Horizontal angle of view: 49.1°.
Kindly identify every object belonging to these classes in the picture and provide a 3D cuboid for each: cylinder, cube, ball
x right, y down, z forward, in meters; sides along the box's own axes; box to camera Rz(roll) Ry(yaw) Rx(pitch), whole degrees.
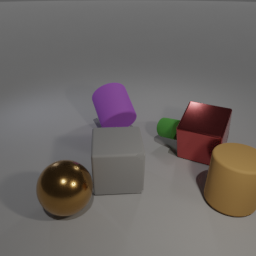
[{"bbox_3d":[1.491,0.018,9.874,0.700,0.700,0.700,-23,24,-37],"label":"cylinder"},{"bbox_3d":[-0.542,-0.787,10.842,1.400,1.400,1.400,-11,62,-20],"label":"cylinder"},{"bbox_3d":[2.487,0.183,9.191,1.400,1.400,1.400,14,49,24],"label":"cube"},{"bbox_3d":[2.814,1.321,7.350,1.400,1.400,1.400,2,28,-1],"label":"cylinder"},{"bbox_3d":[-1.589,1.504,7.081,1.400,1.400,1.400,0,28,0],"label":"ball"},{"bbox_3d":[-0.306,0.913,8.056,1.400,1.400,1.400,-2,32,-4],"label":"cube"}]
